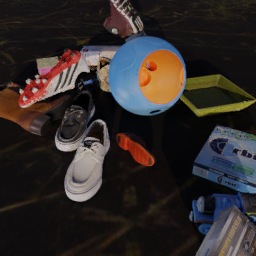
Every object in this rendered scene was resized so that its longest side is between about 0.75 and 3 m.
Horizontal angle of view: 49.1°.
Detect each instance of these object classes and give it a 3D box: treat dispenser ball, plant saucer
[{"bbox_3d":[0.710,-1.932,10.524,2.905,2.905,2.905,0,34,0],"label":"treat dispenser ball"},{"bbox_3d":[3.332,-1.293,11.563,2.609,0.626,2.613,-10,35,-14],"label":"plant saucer"}]

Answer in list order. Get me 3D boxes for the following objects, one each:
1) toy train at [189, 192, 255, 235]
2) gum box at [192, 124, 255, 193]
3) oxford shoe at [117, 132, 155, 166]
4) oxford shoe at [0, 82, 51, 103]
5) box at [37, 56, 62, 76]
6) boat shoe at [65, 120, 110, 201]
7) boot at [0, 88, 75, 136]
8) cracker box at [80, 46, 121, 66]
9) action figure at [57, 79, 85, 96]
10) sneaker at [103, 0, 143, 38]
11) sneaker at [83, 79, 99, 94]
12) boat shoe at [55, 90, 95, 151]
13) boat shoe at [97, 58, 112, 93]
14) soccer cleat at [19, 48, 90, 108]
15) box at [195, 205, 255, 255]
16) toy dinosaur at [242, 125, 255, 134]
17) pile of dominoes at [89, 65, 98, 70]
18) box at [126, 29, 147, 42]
[{"bbox_3d":[2.328,1.962,6.465,1.735,0.991,0.752,4,34,6],"label":"toy train"},{"bbox_3d":[3.291,0.886,8.471,1.956,0.513,2.302,18,38,25],"label":"gum box"},{"bbox_3d":[0.356,0.576,8.870,0.631,0.619,1.739,-17,38,-32],"label":"oxford shoe"},{"bbox_3d":[-4.471,-1.363,11.368,2.557,0.956,0.901,-2,34,-4],"label":"oxford shoe"},{"bbox_3d":[-3.708,-2.961,13.940,1.457,0.704,1.282,-11,36,-15],"label":"box"},{"bbox_3d":[-1.123,0.762,8.194,1.038,1.022,2.928,6,35,9],"label":"boat shoe"},{"bbox_3d":[-3.611,-0.904,10.671,2.586,0.886,2.435,22,52,17],"label":"boot"},{"bbox_3d":[-1.089,-3.914,15.069,2.729,0.787,1.828,0,25,-1],"label":"cracker box"},{"bbox_3d":[-2.334,-1.863,12.232,0.925,0.794,1.557,39,44,21],"label":"action figure"},{"bbox_3d":[-0.677,-4.993,11.855,1.605,2.778,1.051,-12,34,38],"label":"sneaker"},{"bbox_3d":[-1.593,-1.839,12.497,0.554,0.616,1.580,-13,10,12],"label":"sneaker"},{"bbox_3d":[-1.812,-0.413,9.943,1.048,0.993,2.997,7,35,10],"label":"boat shoe"},{"bbox_3d":[-0.935,-2.508,13.066,0.994,0.933,2.697,-13,36,-18],"label":"boat shoe"},{"bbox_3d":[-2.195,-1.341,8.419,2.396,1.021,0.822,-43,48,-3],"label":"soccer cleat"},{"bbox_3d":[2.045,2.701,5.167,1.586,0.484,2.003,46,47,6],"label":"box"},{"bbox_3d":[4.353,0.120,9.822,0.884,0.267,0.470,15,38,21],"label":"toy dinosaur"},{"bbox_3d":[-1.523,-3.158,14.739,1.116,0.178,0.870,-7,27,0],"label":"pile of dominoes"},{"bbox_3d":[0.889,-3.689,13.746,0.993,1.960,1.103,-34,33,14],"label":"box"}]
